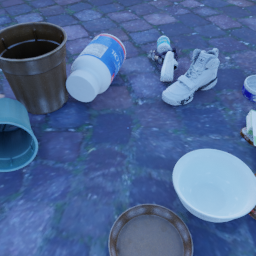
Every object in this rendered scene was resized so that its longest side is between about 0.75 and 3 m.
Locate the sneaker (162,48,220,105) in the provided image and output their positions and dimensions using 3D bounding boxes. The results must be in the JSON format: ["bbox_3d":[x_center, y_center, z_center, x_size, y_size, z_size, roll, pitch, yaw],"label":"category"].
[{"bbox_3d":[2.512,-2.083,11.003,2.872,1.651,1.079,-28,51,-26],"label":"sneaker"}]

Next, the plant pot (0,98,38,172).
[{"bbox_3d":[-3.906,0.076,8.900,1.887,1.887,1.848,-13,39,-13],"label":"plant pot"}]

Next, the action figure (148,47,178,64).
[{"bbox_3d":[1.585,-3.390,13.146,1.442,0.500,0.938,-8,55,-4],"label":"action figure"}]

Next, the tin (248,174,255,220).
[{"bbox_3d":[4.386,1.725,8.101,2.561,0.536,1.434,-27,47,-24],"label":"tin"}]

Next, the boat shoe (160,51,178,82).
[{"bbox_3d":[1.879,-2.716,12.337,0.638,0.671,1.863,11,45,9],"label":"boat shoe"}]

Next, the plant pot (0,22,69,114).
[{"bbox_3d":[-3.396,-2.100,10.369,2.645,2.618,2.645,0,46,0],"label":"plant pot"}]

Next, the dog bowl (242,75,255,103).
[{"bbox_3d":[5.327,-1.571,11.320,1.296,0.510,1.296,0,46,0],"label":"dog bowl"}]

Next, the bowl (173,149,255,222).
[{"bbox_3d":[2.299,1.710,7.731,2.219,0.997,2.219,0,46,0],"label":"bowl"}]

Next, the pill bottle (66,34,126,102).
[{"bbox_3d":[-1.293,-2.416,11.356,1.667,1.667,2.970,13,48,13],"label":"pill bottle"}]

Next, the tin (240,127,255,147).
[{"bbox_3d":[4.287,0.291,9.731,0.482,0.180,0.861,-16,47,-21],"label":"tin"}]

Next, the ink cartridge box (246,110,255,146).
[{"bbox_3d":[4.695,0.273,9.342,1.352,0.446,1.858,20,46,4],"label":"ink cartridge box"}]

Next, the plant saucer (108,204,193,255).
[{"bbox_3d":[0.552,2.912,7.002,2.075,0.357,2.075,1,46,-1],"label":"plant saucer"}]

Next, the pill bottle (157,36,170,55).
[{"bbox_3d":[1.744,-4.074,13.720,0.621,0.621,1.120,2,45,2],"label":"pill bottle"}]
